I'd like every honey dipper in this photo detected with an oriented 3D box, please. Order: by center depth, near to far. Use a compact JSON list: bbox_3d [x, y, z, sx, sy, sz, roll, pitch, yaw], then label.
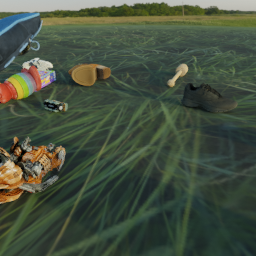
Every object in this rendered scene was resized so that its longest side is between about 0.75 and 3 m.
[{"bbox_3d":[2.146,-2.259,12.111,0.486,0.486,2.559,8,28,18],"label":"honey dipper"}]

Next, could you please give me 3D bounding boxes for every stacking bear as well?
[{"bbox_3d":[-3.883,-1.399,9.629,0.980,0.918,1.615,1,30,43],"label":"stacking bear"}]

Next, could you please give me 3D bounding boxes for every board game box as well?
[{"bbox_3d":[-3.911,-1.964,11.432,1.229,0.409,1.828,4,24,9],"label":"board game box"}]

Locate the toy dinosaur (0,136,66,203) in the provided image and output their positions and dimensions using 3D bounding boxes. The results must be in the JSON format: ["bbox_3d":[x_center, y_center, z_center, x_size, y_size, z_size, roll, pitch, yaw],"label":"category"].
[{"bbox_3d":[-2.145,0.691,4.767,1.586,1.194,2.337,29,12,20],"label":"toy dinosaur"}]

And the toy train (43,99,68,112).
[{"bbox_3d":[-2.264,-0.701,8.739,0.805,0.343,0.459,15,16,35],"label":"toy train"}]

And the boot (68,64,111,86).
[{"bbox_3d":[-1.997,-2.330,11.912,1.654,0.788,2.139,16,20,34],"label":"boot"}]

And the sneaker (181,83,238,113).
[{"bbox_3d":[2.512,-0.973,8.741,1.759,0.798,0.668,14,26,27],"label":"sneaker"}]

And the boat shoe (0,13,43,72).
[{"bbox_3d":[-2.515,-1.895,6.029,0.947,0.773,2.251,0,36,16],"label":"boat shoe"}]

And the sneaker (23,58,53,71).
[{"bbox_3d":[-4.311,-3.163,13.874,1.510,0.603,0.983,-4,31,16],"label":"sneaker"}]
